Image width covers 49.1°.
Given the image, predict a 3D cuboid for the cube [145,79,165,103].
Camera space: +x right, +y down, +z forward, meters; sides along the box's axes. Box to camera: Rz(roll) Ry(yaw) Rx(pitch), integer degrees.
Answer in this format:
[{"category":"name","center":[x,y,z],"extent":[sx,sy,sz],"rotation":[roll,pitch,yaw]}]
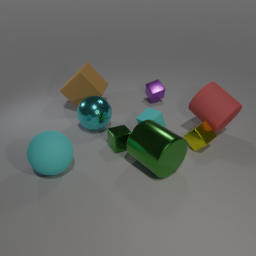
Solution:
[{"category":"cube","center":[1.304,-1.783,13.510],"extent":[0.700,0.700,0.700],"rotation":[-24,61,-13]}]

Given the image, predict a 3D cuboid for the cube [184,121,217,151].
[{"category":"cube","center":[2.569,0.287,9.983],"extent":[0.700,0.700,0.700],"rotation":[-31,84,-34]}]

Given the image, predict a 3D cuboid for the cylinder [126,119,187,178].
[{"category":"cylinder","center":[0.909,0.632,8.883],"extent":[1.400,1.400,1.400],"rotation":[-23,40,-34]}]

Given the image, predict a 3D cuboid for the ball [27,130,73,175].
[{"category":"ball","center":[-2.421,0.774,8.770],"extent":[1.400,1.400,1.400],"rotation":[0,30,0]}]

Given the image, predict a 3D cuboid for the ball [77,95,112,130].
[{"category":"ball","center":[-1.333,-0.605,11.160],"extent":[1.400,1.400,1.400],"rotation":[0,30,0]}]

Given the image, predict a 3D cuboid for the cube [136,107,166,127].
[{"category":"cube","center":[0.847,-0.217,10.259],"extent":[0.700,0.700,0.700],"rotation":[-41,41,-22]}]

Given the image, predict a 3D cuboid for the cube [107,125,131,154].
[{"category":"cube","center":[-0.293,0.389,10.138],"extent":[0.700,0.700,0.700],"rotation":[-13,32,-22]}]

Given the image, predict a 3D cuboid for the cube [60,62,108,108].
[{"category":"cube","center":[-1.965,-1.861,12.763],"extent":[1.400,1.400,1.400],"rotation":[-36,19,24]}]

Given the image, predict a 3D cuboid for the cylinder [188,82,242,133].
[{"category":"cylinder","center":[3.243,-0.769,10.483],"extent":[1.400,1.400,1.400],"rotation":[-26,64,-37]}]
